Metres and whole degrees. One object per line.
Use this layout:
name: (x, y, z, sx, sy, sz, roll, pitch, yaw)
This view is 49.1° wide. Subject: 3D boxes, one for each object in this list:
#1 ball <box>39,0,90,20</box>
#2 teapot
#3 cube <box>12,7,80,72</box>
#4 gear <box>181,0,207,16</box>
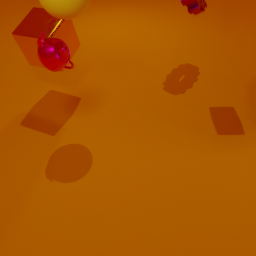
ball: (-1.374, -2.949, 6.040, 1.148, 1.148, 1.148, 0, 44, 0)
teapot: (-1.637, -1.697, 6.257, 0.605, 1.236, 0.769, -12, 58, 27)
cube: (-2.284, -2.540, 8.044, 1.204, 1.204, 1.204, 14, 61, 17)
gear: (1.989, -4.621, 9.059, 0.346, 1.869, 1.869, -15, 33, 37)
